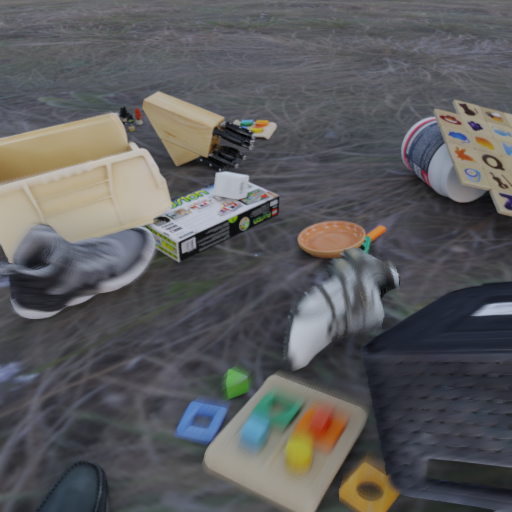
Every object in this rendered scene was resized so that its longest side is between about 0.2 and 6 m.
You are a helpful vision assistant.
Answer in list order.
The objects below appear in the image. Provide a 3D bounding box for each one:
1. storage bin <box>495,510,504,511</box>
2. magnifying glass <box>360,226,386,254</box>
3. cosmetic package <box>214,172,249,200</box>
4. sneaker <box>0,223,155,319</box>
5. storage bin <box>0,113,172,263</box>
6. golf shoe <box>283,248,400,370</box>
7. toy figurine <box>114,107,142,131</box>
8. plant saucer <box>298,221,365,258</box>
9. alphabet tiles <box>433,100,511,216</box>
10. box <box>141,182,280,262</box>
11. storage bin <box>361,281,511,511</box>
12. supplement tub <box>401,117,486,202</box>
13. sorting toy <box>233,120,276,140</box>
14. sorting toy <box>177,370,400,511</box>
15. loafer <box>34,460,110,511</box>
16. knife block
[{"bbox_3d":[2.814,2.841,5.110,1.920,1.289,1.397,-19,37,-25],"label":"storage bin"},{"bbox_3d":[2.159,-0.291,11.207,0.561,0.158,1.409,22,36,36],"label":"magnifying glass"},{"bbox_3d":[-0.523,-1.481,11.769,0.574,0.473,0.473,14,17,20],"label":"cosmetic package"},{"bbox_3d":[-2.804,0.007,8.995,2.530,1.440,0.955,-29,64,-21],"label":"sneaker"},{"bbox_3d":[-3.757,-1.575,11.428,3.235,1.527,3.259,-19,31,-16],"label":"storage bin"},{"bbox_3d":[1.266,0.821,8.226,1.060,0.872,2.244,22,62,35],"label":"golf shoe"},{"bbox_3d":[-3.906,-4.133,17.031,0.763,0.531,0.751,10,39,12],"label":"toy figurine"},{"bbox_3d":[1.479,-0.301,10.998,1.313,0.246,1.313,-8,27,4],"label":"plant saucer"},{"bbox_3d":[5.465,-2.030,11.885,3.175,0.121,3.816,10,46,-10],"label":"alphabet tiles"},{"bbox_3d":[-1.002,-0.874,11.810,2.810,0.488,1.547,-28,41,-36],"label":"box"},{"bbox_3d":[2.853,1.268,6.146,2.164,1.500,3.200,-9,5,40],"label":"storage bin"},{"bbox_3d":[4.475,-2.269,13.118,1.456,1.456,2.075,-7,33,-12],"label":"supplement tub"},{"bbox_3d":[-0.134,-3.829,16.763,1.302,0.237,1.205,8,33,12],"label":"sorting toy"},{"bbox_3d":[0.397,2.170,6.909,2.887,0.393,1.625,15,36,28],"label":"sorting toy"},{"bbox_3d":[-1.995,2.929,5.457,0.781,0.807,2.299,3,32,4],"label":"loafer"},{"bbox_3d":[-1.335,-3.266,14.133,2.205,2.512,0.804,-18,22,29],"label":"knife block"}]
